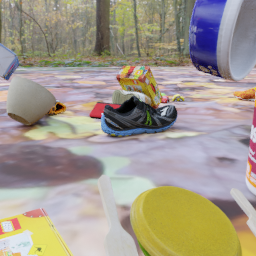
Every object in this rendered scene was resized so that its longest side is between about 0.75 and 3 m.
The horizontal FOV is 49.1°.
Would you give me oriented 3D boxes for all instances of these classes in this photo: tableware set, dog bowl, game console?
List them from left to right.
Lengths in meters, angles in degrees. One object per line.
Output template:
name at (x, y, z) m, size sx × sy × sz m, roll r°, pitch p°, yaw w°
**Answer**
game console at (-0.531, -0.476, 9.855) m, size 1.270 × 0.754 × 1.094 m, roll 6°, pitch 47°, yaw 23°
dog bowl at (2.533, -2.458, 6.671) m, size 1.001 × 2.541 × 2.541 m, roll 25°, pitch 27°, yaw 35°
tableware set at (1.066, 1.166, 1.898) m, size 2.729 × 0.419 × 1.838 m, roll 10°, pitch 26°, yaw -17°

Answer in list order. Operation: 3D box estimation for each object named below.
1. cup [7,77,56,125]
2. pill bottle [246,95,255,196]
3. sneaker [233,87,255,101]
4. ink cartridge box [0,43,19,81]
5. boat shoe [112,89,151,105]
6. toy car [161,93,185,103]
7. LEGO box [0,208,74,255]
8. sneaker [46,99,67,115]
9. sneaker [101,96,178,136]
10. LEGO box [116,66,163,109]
cup at (-3.066, -0.700, 8.504) m, size 1.447 × 1.035 × 1.447 m, roll 18°, pitch -21°, yaw 7°
pill bottle at (2.547, -0.146, 4.049) m, size 1.373 × 2.431 × 1.373 m, roll 0°, pitch 15°, yaw 0°
sneaker at (5.753, -1.594, 12.950) m, size 0.680 × 0.719 × 1.864 m, roll -12°, pitch 17°, yaw -35°
ink cartridge box at (-2.965, -1.556, 6.114) m, size 1.007 × 0.563 × 1.476 m, roll 36°, pitch -9°, yaw -19°
boat shoe at (0.068, -1.023, 10.705) m, size 0.743 × 0.812 × 2.174 m, roll 3°, pitch 10°, yaw -28°
toy car at (1.781, -1.436, 13.101) m, size 1.388 × 0.310 × 1.307 m, roll -9°, pitch 17°, yaw -31°
LEGO box at (-0.944, 1.338, 1.992) m, size 1.194 × 0.619 × 1.603 m, roll -9°, pitch 17°, yaw -30°
sneaker at (-2.882, -0.721, 9.813) m, size 0.654 × 0.662 × 1.693 m, roll 18°, pitch 22°, yaw 29°
sneaker at (0.412, -0.399, 7.793) m, size 2.452 × 1.016 × 0.869 m, roll -8°, pitch 18°, yaw -28°
LEGO box at (0.475, -1.587, 11.018) m, size 1.259 × 1.690 × 0.652 m, roll 11°, pitch 59°, yaw 34°
